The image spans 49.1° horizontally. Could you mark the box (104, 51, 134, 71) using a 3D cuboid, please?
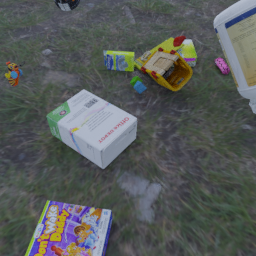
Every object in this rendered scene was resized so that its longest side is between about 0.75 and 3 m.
[{"bbox_3d":[-0.367,-2.667,11.139,1.226,0.747,0.292,5,47,5],"label":"box"}]

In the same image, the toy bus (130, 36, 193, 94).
[{"bbox_3d":[1.367,-2.112,10.283,2.163,1.185,2.293,-22,36,43],"label":"toy bus"}]

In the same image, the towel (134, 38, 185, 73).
[{"bbox_3d":[1.235,-2.972,11.408,2.084,0.188,0.897,-35,49,-10],"label":"towel"}]

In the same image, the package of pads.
[{"bbox_3d":[2.227,-3.178,11.787,1.181,0.522,1.529,-1,46,-1],"label":"package of pads"}]

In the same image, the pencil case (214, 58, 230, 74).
[{"bbox_3d":[3.778,-2.502,11.273,0.368,0.357,0.787,14,39,-29],"label":"pencil case"}]

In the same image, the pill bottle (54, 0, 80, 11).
[{"bbox_3d":[-1.821,-3.874,7.547,0.782,1.472,0.782,0,84,4],"label":"pill bottle"}]

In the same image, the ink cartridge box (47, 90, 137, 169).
[{"bbox_3d":[-1.051,-0.030,8.472,2.218,0.932,1.606,30,53,25],"label":"ink cartridge box"}]

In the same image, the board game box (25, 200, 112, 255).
[{"bbox_3d":[-1.350,2.839,6.001,1.592,0.530,2.368,6,46,6],"label":"board game box"}]

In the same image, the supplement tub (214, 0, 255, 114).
[{"bbox_3d":[3.504,-1.894,7.000,1.950,2.700,1.950,-23,7,3],"label":"supplement tub"}]

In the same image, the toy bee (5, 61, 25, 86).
[{"bbox_3d":[-3.443,-1.749,8.459,0.501,0.921,0.603,36,14,1],"label":"toy bee"}]
